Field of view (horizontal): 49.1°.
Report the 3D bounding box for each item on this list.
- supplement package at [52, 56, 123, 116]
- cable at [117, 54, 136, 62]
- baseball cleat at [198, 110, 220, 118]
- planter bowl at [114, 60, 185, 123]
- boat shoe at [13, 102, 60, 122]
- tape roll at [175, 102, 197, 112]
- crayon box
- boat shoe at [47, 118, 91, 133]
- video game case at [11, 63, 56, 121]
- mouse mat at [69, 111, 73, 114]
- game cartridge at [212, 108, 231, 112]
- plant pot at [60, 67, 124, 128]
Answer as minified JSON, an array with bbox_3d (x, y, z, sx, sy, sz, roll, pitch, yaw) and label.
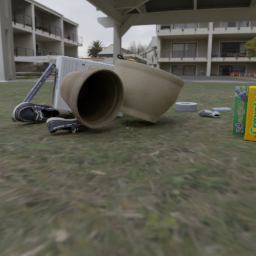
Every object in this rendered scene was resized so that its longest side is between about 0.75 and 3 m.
[{"bbox_3d":[-1.714,-1.833,12.288,2.830,2.148,2.132,6,10,-21],"label":"supplement package"},{"bbox_3d":[-0.107,-2.493,10.209,0.782,0.197,0.380,23,-26,-29],"label":"cable"},{"bbox_3d":[3.514,-0.609,12.073,0.904,0.315,0.481,0,12,3],"label":"baseball cleat"},{"bbox_3d":[0.558,-1.259,10.609,2.698,1.816,2.698,18,3,-1],"label":"planter bowl"},{"bbox_3d":[-3.501,-0.592,10.910,0.658,0.763,2.100,9,8,23],"label":"boat shoe"},{"bbox_3d":[2.926,-1.071,14.092,1.061,0.351,1.061,0,12,0],"label":"tape roll"},{"bbox_3d":[4.338,-0.378,8.044,2.515,1.581,0.649,5,13,25],"label":"crayon box"},{"bbox_3d":[-1.904,-0.003,9.297,1.547,0.485,0.562,4,-32,-29],"label":"boat shoe"},{"bbox_3d":[-4.023,-1.629,12.055,0.264,2.785,1.989,37,0,-20],"label":"video game case"},{"bbox_3d":[-1.720,-0.673,12.964,1.650,0.077,2.050,-6,14,-24],"label":"mouse mat"},{"bbox_3d":[4.620,-0.893,13.773,0.808,0.168,0.538,-2,17,-10],"label":"game cartridge"},{"bbox_3d":[-1.360,-1.146,9.320,1.930,1.930,1.675,-11,26,-41],"label":"plant pot"}]
